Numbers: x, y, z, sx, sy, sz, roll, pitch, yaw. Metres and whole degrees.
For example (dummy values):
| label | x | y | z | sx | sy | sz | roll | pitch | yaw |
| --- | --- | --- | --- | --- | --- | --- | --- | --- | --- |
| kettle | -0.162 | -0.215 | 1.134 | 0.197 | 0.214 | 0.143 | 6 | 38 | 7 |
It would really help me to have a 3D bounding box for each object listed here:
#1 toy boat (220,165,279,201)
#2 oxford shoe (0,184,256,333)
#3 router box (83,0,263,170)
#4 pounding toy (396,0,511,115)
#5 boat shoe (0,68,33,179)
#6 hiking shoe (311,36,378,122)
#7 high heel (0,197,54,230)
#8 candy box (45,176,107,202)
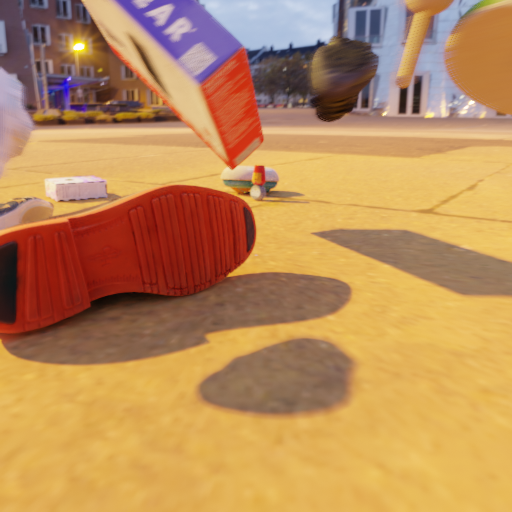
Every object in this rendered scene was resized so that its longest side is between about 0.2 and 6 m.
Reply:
| label | x | y | z | sx | sy | sz | roll | pitch | yaw |
| --- | --- | --- | --- | --- | --- | --- | --- | --- | --- |
| toy boat | -0.097 | -1.735 | 13.323 | 1.435 | 0.793 | 1.707 | 1 | 7 | -12 |
| oxford shoe | -1.601 | -0.139 | 6.484 | 3.620 | 1.288 | 1.313 | -11 | 12 | -38 |
| router box | -1.399 | -3.222 | 8.742 | 3.355 | 0.819 | 3.011 | 47 | -4 | 13 |
| pounding toy | 2.599 | -2.309 | 5.531 | 2.179 | 1.011 | 1.682 | 18 | -15 | 17 |
| boat shoe | -2.327 | -1.208 | 5.073 | 0.617 | 0.679 | 1.847 | 20 | 39 | -41 |
| hiking shoe | 1.074 | -2.101 | 7.016 | 0.754 | 1.002 | 1.990 | 14 | 31 | 9 |
| high heel | -4.127 | -0.433 | 8.027 | 1.734 | 0.869 | 2.433 | 9 | 25 | 7 |
| candy box | -4.227 | -1.581 | 13.131 | 1.177 | 0.421 | 0.987 | -9 | 18 | -32 |
